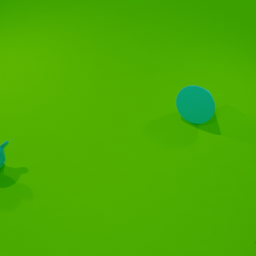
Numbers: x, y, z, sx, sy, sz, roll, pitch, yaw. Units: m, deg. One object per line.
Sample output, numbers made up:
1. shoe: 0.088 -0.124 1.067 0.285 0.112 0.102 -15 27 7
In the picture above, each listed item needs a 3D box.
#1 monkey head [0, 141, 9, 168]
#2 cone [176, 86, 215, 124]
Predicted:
1. monkey head: -3.478 0.750 7.244 0.710 0.848 1.179 26 96 2
2. cone: 2.283 -0.912 8.608 1.195 1.195 1.200 29 40 22
